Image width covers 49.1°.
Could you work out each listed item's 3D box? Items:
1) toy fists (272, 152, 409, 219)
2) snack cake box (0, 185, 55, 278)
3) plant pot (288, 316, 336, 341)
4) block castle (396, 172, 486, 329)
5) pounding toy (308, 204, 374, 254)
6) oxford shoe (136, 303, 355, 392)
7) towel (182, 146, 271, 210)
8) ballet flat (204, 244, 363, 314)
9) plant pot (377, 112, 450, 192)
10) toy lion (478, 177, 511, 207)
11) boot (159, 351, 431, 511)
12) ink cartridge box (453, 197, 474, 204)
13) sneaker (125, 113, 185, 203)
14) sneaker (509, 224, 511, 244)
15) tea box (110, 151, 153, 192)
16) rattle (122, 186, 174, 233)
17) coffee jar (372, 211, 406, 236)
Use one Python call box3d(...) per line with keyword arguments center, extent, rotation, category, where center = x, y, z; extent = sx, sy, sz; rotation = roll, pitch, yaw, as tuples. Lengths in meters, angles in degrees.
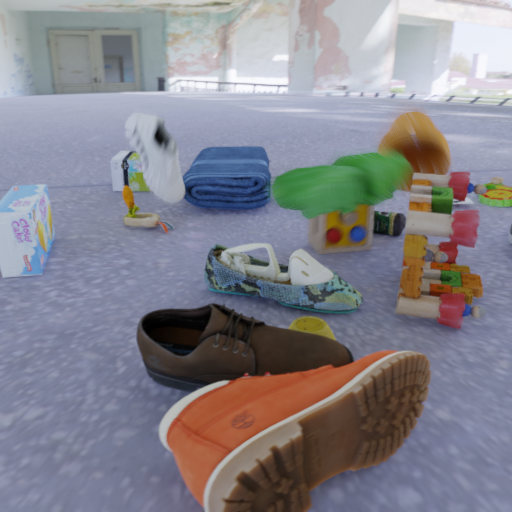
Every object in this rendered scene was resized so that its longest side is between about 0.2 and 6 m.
box3d(center=(1.635, -1.293, 10.078), extent=(2.625, 0.903, 1.338), rotation=(-18, 14, -32), category="toy fists")
box3d(center=(-4.522, -0.560, 11.008), extent=(0.728, 1.246, 2.167), rotation=(-4, 21, -11), category="snack cake box")
box3d(center=(0.702, 1.171, 7.389), extent=(0.880, 0.625, 0.880), rotation=(0, 21, 0), category="plant pot")
box3d(center=(3.109, -0.195, 9.182), extent=(1.334, 1.900, 2.844), rotation=(7, 23, 15), category="block castle")
box3d(center=(1.677, -0.813, 11.363), extent=(1.348, 1.464, 1.041), rotation=(-5, 22, -12), category="pounding toy")
box3d(center=(-0.186, 1.118, 6.572), extent=(2.662, 1.124, 0.967), rotation=(2, 48, 10), category="oxford shoe")
box3d(center=(-0.754, -2.189, 15.600), extent=(2.342, 1.018, 4.194), rotation=(1, 22, 1), category="towel")
box3d(center=(0.387, 0.295, 9.247), extent=(2.763, 1.026, 1.026), rotation=(7, 22, 16), category="ballet flat")
box3d(center=(3.201, -2.256, 11.461), extent=(1.410, 1.410, 1.291), rotation=(5, 44, 12), category="plant pot")
box3d(center=(6.545, -1.667, 15.145), extent=(1.335, 0.478, 1.393), rotation=(-17, 26, -20), category="toy lion")
box3d(center=(0.486, 1.556, 5.847), extent=(2.996, 1.124, 1.606), rotation=(-15, 21, -33), category="boot")
box3d(center=(5.062, -1.495, 14.902), extent=(0.995, 0.308, 1.227), rotation=(-2, 29, -7), category="ink cartridge box")
box3d(center=(-2.124, -2.169, 12.743), extent=(0.920, 2.271, 0.853), rotation=(4, 43, 34), category="sneaker")
box3d(center=(5.868, -0.424, 11.447), extent=(1.145, 0.898, 2.304), rotation=(13, 33, 14), category="sneaker")
box3d(center=(-3.407, -2.508, 16.477), extent=(1.407, 0.956, 1.431), rotation=(0, 21, -1), category="tea box")
box3d(center=(-2.469, -1.067, 12.893), extent=(1.307, 0.934, 0.851), rotation=(11, 3, 43), category="rattle")
box3d(center=(2.769, -0.749, 12.575), extent=(1.128, 0.481, 0.588), rotation=(8, 22, 22), category="coffee jar")
